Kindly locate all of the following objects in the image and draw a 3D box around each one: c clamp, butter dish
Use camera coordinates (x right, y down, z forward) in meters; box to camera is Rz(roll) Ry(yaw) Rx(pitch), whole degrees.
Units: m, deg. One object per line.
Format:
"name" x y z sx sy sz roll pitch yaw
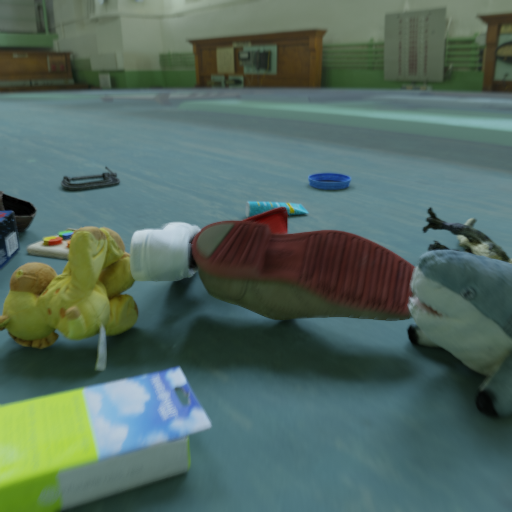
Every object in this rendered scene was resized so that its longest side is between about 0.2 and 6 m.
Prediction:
"c clamp" -4.607 -2.096 15.568 1.808 0.245 1.544 -16 31 -39
"butter dish" 0.134 -0.102 9.357 1.146 1.149 0.849 -21 56 -12

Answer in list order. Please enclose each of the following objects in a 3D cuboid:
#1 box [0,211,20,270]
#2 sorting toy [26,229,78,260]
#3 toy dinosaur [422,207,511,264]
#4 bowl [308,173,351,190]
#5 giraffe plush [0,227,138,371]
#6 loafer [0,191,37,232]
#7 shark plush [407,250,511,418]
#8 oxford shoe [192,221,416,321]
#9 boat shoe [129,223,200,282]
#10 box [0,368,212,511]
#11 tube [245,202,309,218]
"box" -5.741 0.330 8.319 2.923 0.807 4.280 -1 21 -4
"sorting toy" -3.544 -0.278 10.731 1.159 0.228 1.252 7 22 17
"toy dinosaur" 3.703 -0.214 9.894 1.427 0.769 3.239 14 20 -3
"bowl" 2.004 -2.038 15.340 1.163 0.228 1.163 0 20 0
"giraffe plush" -2.542 0.588 7.241 1.522 1.619 1.877 -5 55 14
"loafer" -5.210 -1.063 10.829 0.751 0.773 2.116 -25 -22 30
"shark plush" 3.640 0.611 6.399 3.951 1.646 1.795 -1 21 -2
"oxford shoe" 0.716 0.360 7.639 3.176 1.188 1.119 14 49 15
"boat shoe" -1.055 -0.084 8.519 0.922 0.969 2.691 2 -2 8
"box" -1.485 1.690 5.250 1.904 0.454 1.161 -9 23 -22
"tube" 0.455 -1.052 12.698 1.386 0.349 0.537 -2 34 -18
